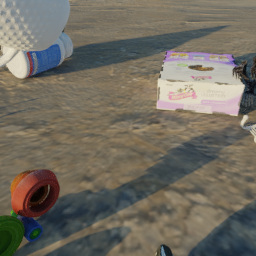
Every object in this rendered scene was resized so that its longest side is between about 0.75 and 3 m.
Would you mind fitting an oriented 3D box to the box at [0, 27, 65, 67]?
[{"bbox_3d":[-3.877,-3.735,11.458,0.652,2.065,2.619,48,48,10],"label":"box"}]

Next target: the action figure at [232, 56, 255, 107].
[{"bbox_3d":[3.918,-1.063,8.081,2.237,1.142,1.330,29,-13,-32],"label":"action figure"}]

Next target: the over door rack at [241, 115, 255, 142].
[{"bbox_3d":[4.098,0.080,6.695,2.175,0.724,1.607,-4,33,-6],"label":"over door rack"}]

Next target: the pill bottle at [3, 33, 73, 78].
[{"bbox_3d":[-3.348,-2.922,10.821,1.385,1.385,2.468,22,38,30],"label":"pill bottle"}]

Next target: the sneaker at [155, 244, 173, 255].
[{"bbox_3d":[0.744,2.265,3.411,0.692,0.645,1.745,-1,37,-20],"label":"sneaker"}]

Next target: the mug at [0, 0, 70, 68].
[{"bbox_3d":[-2.206,-1.968,4.540,1.993,2.273,1.678,25,20,-41],"label":"mug"}]

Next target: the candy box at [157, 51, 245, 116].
[{"bbox_3d":[2.240,-1.554,8.993,2.355,1.004,2.807,6,32,10],"label":"candy box"}]

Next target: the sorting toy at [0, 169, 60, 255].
[{"bbox_3d":[-1.837,1.342,4.436,0.701,1.026,1.707,24,58,34],"label":"sorting toy"}]
